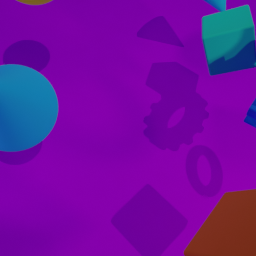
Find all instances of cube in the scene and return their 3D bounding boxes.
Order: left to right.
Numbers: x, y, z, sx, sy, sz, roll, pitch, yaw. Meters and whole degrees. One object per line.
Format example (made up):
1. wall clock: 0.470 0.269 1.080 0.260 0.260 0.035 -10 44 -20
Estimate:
1. cube: 2.123 -1.828 5.906 0.948 0.948 0.948 -8 44 22
2. cube: 1.598 1.495 3.265 1.126 1.126 1.126 -41 94 -30

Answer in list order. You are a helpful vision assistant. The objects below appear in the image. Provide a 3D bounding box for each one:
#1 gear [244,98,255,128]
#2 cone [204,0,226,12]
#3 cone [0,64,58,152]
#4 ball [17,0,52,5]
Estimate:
1. gear: 2.506 -0.910 4.323 0.376 2.031 2.031 32 66 21
2. cone: 2.072 -3.344 6.786 1.310 1.310 1.315 -42 111 -20
3. cone: -1.537 -0.365 3.406 1.268 1.273 1.268 1 83 -11
4. ball: -1.714 -2.886 4.895 1.350 1.350 1.350 0 61 0
